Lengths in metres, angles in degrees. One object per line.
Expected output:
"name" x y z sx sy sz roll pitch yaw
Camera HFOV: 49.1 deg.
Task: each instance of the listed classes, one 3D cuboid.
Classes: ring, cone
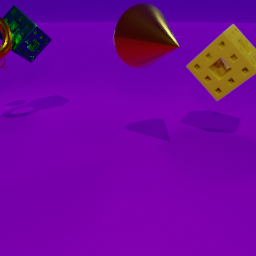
"ring" -3.899 -2.533 7.671 1.426 1.426 0.285 -15 2 -31
"cone" 0.643 -1.817 5.883 1.433 1.433 1.438 -11 28 -24

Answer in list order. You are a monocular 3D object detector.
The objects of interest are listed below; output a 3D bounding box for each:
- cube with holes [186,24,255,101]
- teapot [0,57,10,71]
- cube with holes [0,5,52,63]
"cube with holes" 2.535 -1.705 7.285 1.219 1.219 1.219 48 41 -1
"teapot" -4.375 -2.259 9.132 0.602 1.229 0.764 17 72 37
"cube with holes" -3.238 -2.862 8.648 1.026 1.026 1.026 44 3 10
